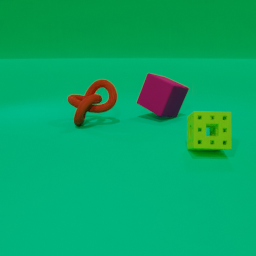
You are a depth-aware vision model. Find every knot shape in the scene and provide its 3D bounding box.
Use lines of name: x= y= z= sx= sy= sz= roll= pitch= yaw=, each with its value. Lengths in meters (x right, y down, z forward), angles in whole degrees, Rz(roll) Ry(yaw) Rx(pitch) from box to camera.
knot shape: x=-1.281 y=-0.755 z=9.007 sx=1.750 sy=0.809 sz=1.638 roll=-9 pitch=37 yaw=34

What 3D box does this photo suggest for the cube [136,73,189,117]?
cube: x=1.219 y=-1.139 z=9.850 sx=1.148 sy=1.148 sz=1.148 roll=33 pitch=21 yaw=34

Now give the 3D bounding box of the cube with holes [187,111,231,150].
cube with holes: x=1.847 y=0.084 z=6.483 sx=0.809 sy=0.809 sz=0.809 roll=1 pitch=-6 yaw=2
